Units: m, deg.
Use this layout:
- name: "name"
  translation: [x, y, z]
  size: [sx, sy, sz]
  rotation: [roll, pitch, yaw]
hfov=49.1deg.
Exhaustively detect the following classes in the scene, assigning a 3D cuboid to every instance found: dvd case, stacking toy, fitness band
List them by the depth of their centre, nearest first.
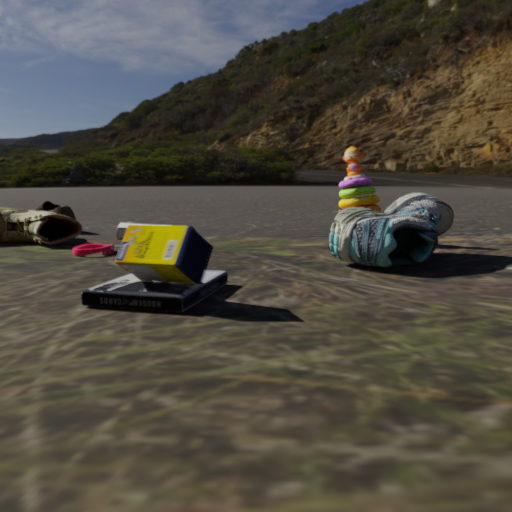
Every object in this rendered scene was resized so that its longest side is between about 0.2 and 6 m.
- name: "dvd case"
  translation: [-1.261, 0.415, 7.427]
  size: [1.324, 0.218, 1.761]
  rotation: [2, 8, 14]
- name: "fitness band"
  translation: [-3.189, -0.115, 11.020]
  size: [0.687, 0.179, 0.956]
  rotation: [-1, 8, 7]
- name: "stacking toy"
  translation: [2.292, -1.403, 12.610]
  size: [1.225, 2.111, 1.159]
  rotation: [-4, 6, 39]

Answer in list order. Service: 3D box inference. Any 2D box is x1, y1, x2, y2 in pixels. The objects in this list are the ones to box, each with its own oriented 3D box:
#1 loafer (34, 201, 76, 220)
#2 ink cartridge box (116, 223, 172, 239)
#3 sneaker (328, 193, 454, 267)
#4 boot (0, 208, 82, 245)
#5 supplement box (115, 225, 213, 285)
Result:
- name: "loafer"
  translation: [-5.516, -1.084, 15.037]
  size: [2.243, 0.796, 0.819]
  rotation: [7, 11, 37]
- name: "ink cartridge box"
  translation: [-2.716, -0.593, 13.701]
  size: [1.312, 0.374, 1.067]
  rotation: [6, 8, -10]
- name: "sneaker"
  translation: [2.745, -0.305, 9.994]
  size: [3.079, 1.195, 1.329]
  rotation: [-16, 29, -37]
- name: "boot"
  translation: [-5.096, -0.626, 12.299]
  size: [2.152, 0.775, 1.664]
  rotation: [-4, 10, -36]
- name: "supplement box"
  translation: [-1.142, -0.021, 6.956]
  size: [0.999, 0.547, 0.544]
  rotation: [2, -25, 28]
